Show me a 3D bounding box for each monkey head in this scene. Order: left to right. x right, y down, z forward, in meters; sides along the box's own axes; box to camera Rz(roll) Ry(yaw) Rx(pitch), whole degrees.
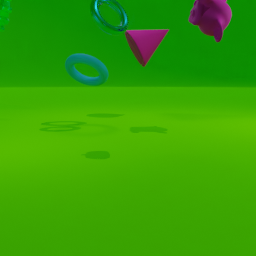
[{"bbox_3d":[2.311,-3.178,7.484,1.081,1.794,1.291,19,-31,-3],"label":"monkey head"}]

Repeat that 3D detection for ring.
[{"bbox_3d":[-1.376,-1.910,9.339,1.478,0.296,1.478,12,-26,6],"label":"ring"},{"bbox_3d":[-0.499,-3.106,7.731,1.216,1.216,0.243,-7,-14,-39],"label":"ring"}]

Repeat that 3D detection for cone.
[{"bbox_3d":[0.971,-3.620,11.458,1.634,1.628,1.628,-30,11,-1],"label":"cone"}]

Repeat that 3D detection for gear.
[{"bbox_3d":[-3.983,-3.670,8.505,1.457,1.457,0.270,8,7,42],"label":"gear"}]
